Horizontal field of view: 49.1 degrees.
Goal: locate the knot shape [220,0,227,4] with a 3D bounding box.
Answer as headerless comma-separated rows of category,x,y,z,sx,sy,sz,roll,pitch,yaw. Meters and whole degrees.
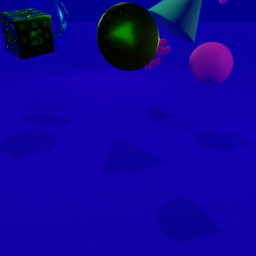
knot shape,3.145,-4.260,8.244,0.519,1.124,1.051,-3,17,-33

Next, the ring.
ring,-2.957,-3.665,9.798,1.918,1.918,0.384,7,13,17

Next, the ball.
ball,2.407,-1.867,8.180,1.237,1.237,1.237,0,23,0

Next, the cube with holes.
cube with holes,-2.922,-2.763,8.140,1.063,1.063,1.063,-27,44,-34

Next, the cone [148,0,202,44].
cone,1.108,-2.324,5.181,1.055,1.059,1.055,33,13,-9

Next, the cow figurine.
cow figurine,0.888,-2.746,10.228,1.270,0.708,1.290,-32,-27,26

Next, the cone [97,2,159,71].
cone,-0.227,-2.392,7.702,1.638,1.638,1.644,-8,13,-17
